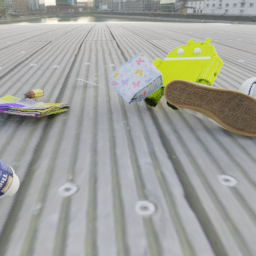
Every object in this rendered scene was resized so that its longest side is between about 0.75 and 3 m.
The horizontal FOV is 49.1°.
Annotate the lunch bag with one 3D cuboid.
[{"bbox_3d":[0.222,-1.414,8.357,1.281,0.814,1.086,-36,66,-9],"label":"lunch bag"}]

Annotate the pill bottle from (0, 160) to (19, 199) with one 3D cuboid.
[{"bbox_3d":[-1.940,0.683,3.897,0.553,0.997,0.553,-3,65,7],"label":"pill bottle"}]

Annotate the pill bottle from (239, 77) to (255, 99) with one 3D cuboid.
[{"bbox_3d":[3.994,-0.809,7.349,1.348,1.348,2.420,-4,11,-9],"label":"pill bottle"}]

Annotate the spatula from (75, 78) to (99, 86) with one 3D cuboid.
[{"bbox_3d":[-1.582,-1.804,10.928,0.833,0.067,0.579,15,3,10],"label":"spatula"}]

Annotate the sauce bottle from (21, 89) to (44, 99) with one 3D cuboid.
[{"bbox_3d":[-3.098,-1.094,9.103,0.276,0.276,0.837,13,18,26],"label":"sauce bottle"}]

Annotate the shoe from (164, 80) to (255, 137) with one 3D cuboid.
[{"bbox_3d":[2.317,-0.581,7.236,2.812,0.983,0.751,24,8,15],"label":"shoe"}]

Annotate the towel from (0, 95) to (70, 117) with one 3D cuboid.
[{"bbox_3d":[-3.051,-0.671,8.161,2.358,0.269,1.694,9,14,17],"label":"towel"}]

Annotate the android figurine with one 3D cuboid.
[{"bbox_3d":[1.712,-1.816,8.863,2.588,0.584,2.843,14,62,45],"label":"android figurine"}]
